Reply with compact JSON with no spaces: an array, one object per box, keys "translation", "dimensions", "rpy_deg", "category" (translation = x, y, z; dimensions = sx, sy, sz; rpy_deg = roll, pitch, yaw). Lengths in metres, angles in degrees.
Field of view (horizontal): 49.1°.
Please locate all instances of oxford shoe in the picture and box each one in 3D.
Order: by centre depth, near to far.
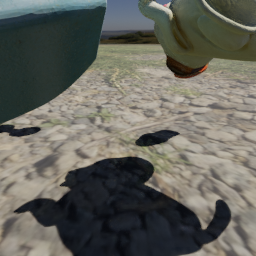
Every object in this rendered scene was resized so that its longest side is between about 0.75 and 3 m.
[{"translation":[1.900,-2.086,7.516],"dimensions":[0.752,0.767,2.114],"rpy_deg":[23,56,36],"category":"oxford shoe"}]

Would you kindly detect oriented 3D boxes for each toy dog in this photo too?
[{"translation":[1.614,-2.074,5.206],"dimensions":[2.823,2.031,2.911],"rpy_deg":[22,-7,-20],"category":"toy dog"}]

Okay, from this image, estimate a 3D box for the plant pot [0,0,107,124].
[{"translation":[-1.524,-1.448,3.627],"dimensions":[2.159,2.120,2.114],"rpy_deg":[-20,-17,-22],"category":"plant pot"}]
